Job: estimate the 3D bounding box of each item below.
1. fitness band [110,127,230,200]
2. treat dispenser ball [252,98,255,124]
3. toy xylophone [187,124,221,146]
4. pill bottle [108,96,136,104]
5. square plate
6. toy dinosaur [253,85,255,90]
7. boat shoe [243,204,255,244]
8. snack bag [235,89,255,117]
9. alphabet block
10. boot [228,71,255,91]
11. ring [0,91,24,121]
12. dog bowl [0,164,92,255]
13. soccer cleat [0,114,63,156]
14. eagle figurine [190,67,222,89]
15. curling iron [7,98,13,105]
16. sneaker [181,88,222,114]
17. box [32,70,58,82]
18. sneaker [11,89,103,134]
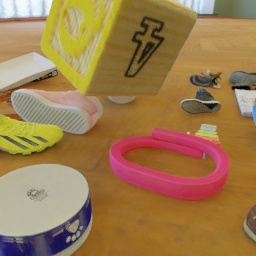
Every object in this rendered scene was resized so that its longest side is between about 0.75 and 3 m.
[{"bbox_3d":[0.958,0.791,6.915,2.921,0.547,2.098,12,32,25],"label":"fitness band"},{"bbox_3d":[4.583,-0.529,7.946,1.925,1.925,1.925,0,27,0],"label":"treat dispenser ball"},{"bbox_3d":[2.137,0.284,8.071,0.929,0.319,1.269,5,27,11],"label":"toy xylophone"},{"bbox_3d":[-0.447,-2.055,11.505,1.391,1.391,2.434,-6,28,-12],"label":"pill bottle"},{"bbox_3d":[-5.173,-2.677,13.286,2.948,0.419,2.920,-31,42,-27],"label":"square plate"},{"bbox_3d":[5.900,-1.866,12.149,0.718,0.416,0.791,-10,34,-5],"label":"toy dinosaur"},{"bbox_3d":[2.652,1.908,4.558,0.619,0.581,1.720,-14,30,-25],"label":"boat shoe"},{"bbox_3d":[5.489,-0.897,10.453,2.668,0.286,2.516,7,27,12],"label":"snack bag"},{"bbox_3d":[-0.322,-2.595,7.566,2.733,2.683,2.669,-5,40,-44],"label":"alphabet block"},{"bbox_3d":[4.898,-2.035,12.380,1.088,0.564,1.666,-36,24,-21],"label":"boot"},{"bbox_3d":[-4.209,-0.939,10.566,2.826,0.271,2.826,1,27,0],"label":"ring"},{"bbox_3d":[-1.651,1.504,5.154,1.956,0.770,1.956,0,26,0],"label":"dog bowl"},{"bbox_3d":[-3.170,0.095,7.519,2.741,1.147,0.886,-3,27,-6],"label":"soccer cleat"},{"bbox_3d":[3.644,-2.278,12.823,0.997,0.992,1.314,32,-21,-24],"label":"eagle figurine"},{"bbox_3d":[-4.027,-0.895,10.501,1.396,0.178,0.346,16,54,29],"label":"curling iron"},{"bbox_3d":[2.499,-1.021,10.258,1.513,0.575,1.093,3,36,-16],"label":"sneaker"},{"bbox_3d":[-4.420,-2.709,14.021,1.119,0.304,1.396,18,32,32],"label":"box"},{"bbox_3d":[-2.215,-0.717,9.195,2.995,1.127,1.565,15,31,18],"label":"sneaker"}]
